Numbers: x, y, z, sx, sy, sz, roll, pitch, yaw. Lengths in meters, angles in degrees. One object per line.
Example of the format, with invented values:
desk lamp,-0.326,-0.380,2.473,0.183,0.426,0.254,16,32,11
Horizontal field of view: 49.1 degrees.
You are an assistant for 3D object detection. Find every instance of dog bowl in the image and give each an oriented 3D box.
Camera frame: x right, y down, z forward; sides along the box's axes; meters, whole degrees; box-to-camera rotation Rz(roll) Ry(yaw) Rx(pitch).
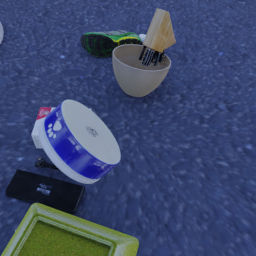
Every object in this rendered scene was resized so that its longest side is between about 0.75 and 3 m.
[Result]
dog bowl,-0.919,0.252,5.579,0.648,1.645,1.645,-39,49,17

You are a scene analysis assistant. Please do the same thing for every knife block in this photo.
knife block,0.779,-2.716,8.708,1.319,1.502,0.481,-33,41,-11

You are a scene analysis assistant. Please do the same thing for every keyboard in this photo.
keyboard,-2.032,1.413,7.166,1.944,0.200,1.235,13,56,10

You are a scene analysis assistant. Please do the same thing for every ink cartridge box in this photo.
ink cartridge box,-1.827,0.000,8.116,1.545,0.644,1.122,1,48,1

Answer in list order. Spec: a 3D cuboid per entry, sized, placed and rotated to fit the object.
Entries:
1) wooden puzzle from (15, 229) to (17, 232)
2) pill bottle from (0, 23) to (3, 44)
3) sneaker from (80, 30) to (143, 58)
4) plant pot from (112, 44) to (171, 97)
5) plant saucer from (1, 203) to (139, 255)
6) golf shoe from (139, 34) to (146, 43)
wooden puzzle,-2.004,2.380,6.285,0.884,0.205,0.819,-24,52,-20
pill bottle,-6.309,-4.014,11.299,2.111,1.264,1.264,16,50,14
sneaker,-0.661,-3.385,11.102,2.439,0.952,1.039,2,40,-10
plant pot,0.339,-1.766,9.185,1.865,1.252,1.865,8,37,-6
plant saucer,-1.392,2.889,5.423,2.695,0.645,2.691,16,50,9
golf shoe,0.952,-3.522,11.255,0.576,0.700,1.530,-28,52,-22
